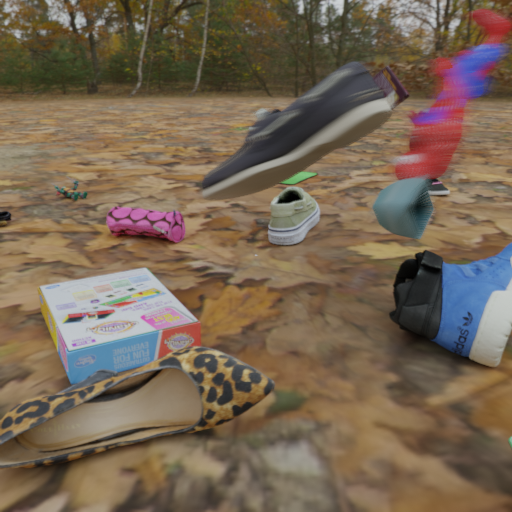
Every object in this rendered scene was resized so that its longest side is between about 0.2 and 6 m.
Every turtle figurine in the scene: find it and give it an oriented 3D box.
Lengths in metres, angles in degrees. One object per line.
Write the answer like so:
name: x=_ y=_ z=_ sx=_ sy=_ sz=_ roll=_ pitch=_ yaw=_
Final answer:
turtle figurine: x=-4.932 y=-1.733 z=14.807 sx=0.897 sy=0.452 sz=0.672 roll=28 pitch=45 yaw=24

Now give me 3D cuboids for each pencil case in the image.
pencil case: x=-2.293 y=-0.651 z=11.507 sx=1.603 sy=0.727 sz=0.751 roll=4 pitch=31 yaw=19

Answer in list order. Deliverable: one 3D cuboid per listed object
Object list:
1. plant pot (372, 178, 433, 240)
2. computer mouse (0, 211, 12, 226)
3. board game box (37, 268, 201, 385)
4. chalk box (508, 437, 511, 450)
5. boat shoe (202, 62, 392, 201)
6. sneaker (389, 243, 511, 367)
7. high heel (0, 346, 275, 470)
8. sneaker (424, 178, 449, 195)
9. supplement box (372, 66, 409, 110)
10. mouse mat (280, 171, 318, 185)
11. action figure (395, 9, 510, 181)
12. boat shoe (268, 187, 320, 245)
plant pot: x=1.713 y=-0.572 z=6.664 sx=0.540 sy=0.530 sz=0.528 roll=7 pitch=52 yaw=39
computer mouse: x=-6.352 y=-1.066 z=12.952 sx=1.121 sy=0.449 sz=2.045 roll=-12 pitch=23 yaw=-26
board game box: x=-1.948 y=0.841 z=7.700 sx=1.682 sy=0.443 sz=2.198 roll=-10 pitch=22 yaw=-26
chalk box: x=3.057 y=1.633 z=4.620 sx=1.717 sy=1.063 sz=1.068 roll=3 pitch=20 yaw=6
boat shoe: x=0.345 y=-1.436 z=6.764 sx=2.502 sy=0.785 sz=0.909 roll=-25 pitch=-8 yaw=22
sneaker: x=2.918 y=0.349 z=8.005 sx=1.677 sy=1.157 sz=3.014 roll=20 pitch=33 yaw=25
high heel: x=-1.149 y=1.506 z=5.100 sx=2.400 sy=0.857 sz=1.711 roll=-9 pitch=8 yaw=26
sneaker: x=4.789 y=-2.167 z=15.490 sx=0.561 sy=0.788 sz=1.588 roll=-5 pitch=22 yaw=-19
supplement box: x=2.196 y=-2.898 z=10.525 sx=1.170 sy=0.646 sz=0.501 roll=-36 pitch=-4 yaw=21
mouse mat: x=0.876 y=-2.459 z=17.364 sx=1.539 sy=0.072 sz=1.912 roll=12 pitch=22 yaw=29
action figure: x=2.580 y=-2.065 z=7.548 sx=0.864 sy=1.093 sz=3.342 roll=25 pitch=56 yaw=10
boat shoe: x=0.858 y=-1.053 z=12.267 sx=1.026 sy=0.884 sz=2.849 roll=3 pitch=20 yaw=9
